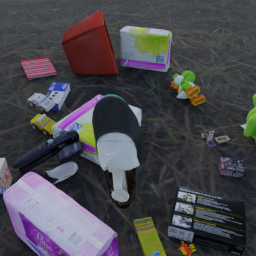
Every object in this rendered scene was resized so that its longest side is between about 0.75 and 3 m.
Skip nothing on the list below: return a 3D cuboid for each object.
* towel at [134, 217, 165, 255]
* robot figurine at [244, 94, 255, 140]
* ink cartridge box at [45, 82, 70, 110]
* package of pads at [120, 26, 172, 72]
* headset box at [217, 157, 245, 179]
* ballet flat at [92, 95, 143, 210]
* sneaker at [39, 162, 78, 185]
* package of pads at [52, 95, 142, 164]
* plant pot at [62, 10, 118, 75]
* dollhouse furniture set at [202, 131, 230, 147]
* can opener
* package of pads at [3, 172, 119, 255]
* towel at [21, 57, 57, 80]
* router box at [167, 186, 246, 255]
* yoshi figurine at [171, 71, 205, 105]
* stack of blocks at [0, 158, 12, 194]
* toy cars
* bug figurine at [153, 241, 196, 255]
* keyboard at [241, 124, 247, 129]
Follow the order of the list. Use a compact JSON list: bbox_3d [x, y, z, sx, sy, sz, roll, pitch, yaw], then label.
[{"bbox_3d":[0.566,2.924,7.430,0.527,0.111,1.225,-11,39,-12],"label":"towel"},{"bbox_3d":[5.558,-0.317,10.456,2.591,1.499,2.273,-22,44,-23],"label":"robot figurine"},{"bbox_3d":[-3.320,-1.488,12.865,0.843,0.397,1.794,4,38,4],"label":"ink cartridge box"},{"bbox_3d":[0.913,-4.276,15.058,2.723,2.104,0.929,10,38,13],"label":"package of pads"},{"bbox_3d":[3.400,1.303,9.346,0.829,0.311,0.616,8,39,10],"label":"headset box"},{"bbox_3d":[-0.135,0.708,5.815,0.977,2.873,0.983,-5,41,5],"label":"ballet flat"},{"bbox_3d":[-2.299,1.525,9.019,1.447,0.524,0.520,-22,75,-9],"label":"sneaker"},{"bbox_3d":[-1.028,-0.072,10.567,2.218,0.979,2.871,22,43,25],"label":"package of pads"},{"bbox_3d":[-2.072,-4.296,14.891,2.340,2.656,2.653,-14,38,3],"label":"plant pot"},{"bbox_3d":[3.330,0.212,10.504,0.865,0.614,0.685,-10,39,-12],"label":"dollhouse furniture set"},{"bbox_3d":[-2.637,0.778,9.072,2.472,0.784,0.972,-22,43,5],"label":"can opener"},{"bbox_3d":[-1.596,2.474,6.636,2.960,1.783,1.120,25,45,29],"label":"package of pads"},{"bbox_3d":[-4.904,-3.290,15.323,1.553,0.241,2.147,-15,42,-22],"label":"towel"},{"bbox_3d":[2.174,2.472,7.684,1.950,0.498,1.454,11,39,14],"label":"router box"},{"bbox_3d":[2.879,-2.064,13.089,1.246,1.251,2.226,4,32,-21],"label":"yoshi figurine"},{"bbox_3d":[-4.825,1.389,8.460,2.195,1.264,0.643,-2,38,-3],"label":"stack of blocks"},{"bbox_3d":[-3.514,-0.716,11.412,1.089,0.538,2.429,-14,52,-10],"label":"toy cars"},{"bbox_3d":[1.157,3.276,6.832,1.145,0.295,0.888,-7,44,-16],"label":"bug figurine"},{"bbox_3d":[5.261,-0.133,11.393,1.358,0.072,0.382,-12,39,-15],"label":"keyboard"}]
